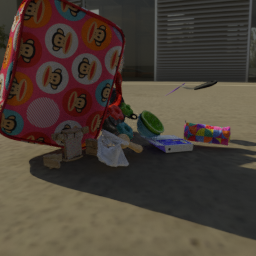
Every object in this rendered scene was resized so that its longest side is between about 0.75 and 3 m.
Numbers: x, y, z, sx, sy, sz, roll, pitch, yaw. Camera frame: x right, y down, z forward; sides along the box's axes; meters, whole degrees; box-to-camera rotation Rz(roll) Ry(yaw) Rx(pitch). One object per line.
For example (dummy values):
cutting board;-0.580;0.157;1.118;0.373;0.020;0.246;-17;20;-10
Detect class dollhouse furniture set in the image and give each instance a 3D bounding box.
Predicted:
dollhouse furniture set;-0.977;0.353;5.376;0.532;0.623;1.202;7;13;38

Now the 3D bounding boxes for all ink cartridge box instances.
ink cartridge box;0.848;0.342;6.389;0.924;0.200;0.915;0;12;-21

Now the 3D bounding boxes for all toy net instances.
toy net;-0.038;-0.003;5.681;0.439;1.193;2.275;-43;-3;28

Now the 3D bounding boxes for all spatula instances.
spatula;1.637;-1.062;7.287;0.478;0.174;1.692;-35;19;-29

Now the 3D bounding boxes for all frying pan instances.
frying pan;-0.224;-0.291;7.777;0.360;1.336;2.209;-4;-29;31

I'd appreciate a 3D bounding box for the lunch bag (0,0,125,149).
lunch bag;-1.248;-1.027;5.940;2.571;2.918;1.196;13;11;-33

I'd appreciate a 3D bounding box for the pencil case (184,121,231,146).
pencil case;1.801;0.118;6.465;1.078;0.476;0.476;10;14;18

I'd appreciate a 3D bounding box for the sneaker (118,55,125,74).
sneaker;-1.139;-1.088;7.803;1.385;2.785;0.968;-16;52;-33
